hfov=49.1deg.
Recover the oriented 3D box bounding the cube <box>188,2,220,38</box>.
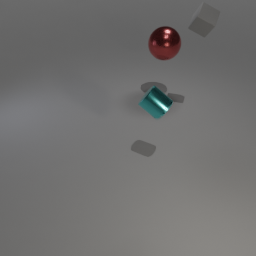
[{"bbox_3d":[2.616,-3.715,9.646,0.700,0.700,0.700,26,69,-8],"label":"cube"}]

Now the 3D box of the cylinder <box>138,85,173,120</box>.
[{"bbox_3d":[0.760,-0.702,7.746,0.700,0.700,0.700,39,36,-7],"label":"cylinder"}]

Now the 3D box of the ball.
[{"bbox_3d":[1.553,-3.580,11.883,1.400,1.400,1.400,0,33,0],"label":"ball"}]
